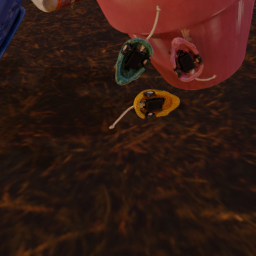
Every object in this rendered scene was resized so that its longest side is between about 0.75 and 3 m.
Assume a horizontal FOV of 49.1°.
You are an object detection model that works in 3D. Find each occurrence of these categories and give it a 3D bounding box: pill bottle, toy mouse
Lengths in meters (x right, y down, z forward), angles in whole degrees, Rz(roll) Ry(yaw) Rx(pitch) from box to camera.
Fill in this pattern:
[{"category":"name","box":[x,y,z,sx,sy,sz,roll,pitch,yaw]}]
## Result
[{"category":"pill bottle","box":[-1.278,-3.776,6.812,2.275,1.246,1.246,-36,49,-29]},{"category":"toy mouse","box":[0.427,-0.933,4.055,1.776,1.578,0.344,-14,30,-6]}]

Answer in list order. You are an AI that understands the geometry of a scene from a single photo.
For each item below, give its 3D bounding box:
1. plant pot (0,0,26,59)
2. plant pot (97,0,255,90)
[{"category":"plant pot","box":[-3.172,-2.196,5.218,2.020,1.816,2.020,26,80,-8]},{"category":"plant pot","box":[1.069,-2.137,5.067,2.742,2.454,2.742,-15,49,18]}]
